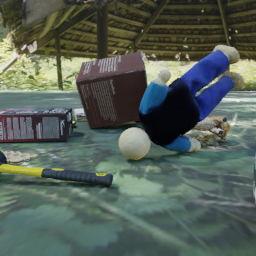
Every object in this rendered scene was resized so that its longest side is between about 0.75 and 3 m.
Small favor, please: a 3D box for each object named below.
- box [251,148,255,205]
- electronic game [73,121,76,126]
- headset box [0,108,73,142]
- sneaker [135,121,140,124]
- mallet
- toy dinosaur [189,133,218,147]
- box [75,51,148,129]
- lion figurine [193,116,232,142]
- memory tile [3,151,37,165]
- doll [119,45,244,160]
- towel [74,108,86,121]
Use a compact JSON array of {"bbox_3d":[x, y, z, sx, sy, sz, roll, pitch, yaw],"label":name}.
[{"bbox_3d":[1.824,0.509,2.236,1.235,1.071,2.020,2,10,15],"label":"box"},{"bbox_3d":[-2.207,-0.139,8.820,1.110,0.231,1.110,0,10,0],"label":"electronic game"},{"bbox_3d":[-2.425,-0.113,7.163,1.882,0.706,1.399,-1,9,-6],"label":"headset box"},{"bbox_3d":[1.427,-0.629,9.784,2.498,0.937,1.443,2,7,19],"label":"sneaker"},{"bbox_3d":[-1.274,0.636,3.817,2.084,0.429,0.686,6,10,12],"label":"mallet"},{"bbox_3d":[1.732,0.227,6.302,1.153,0.335,0.583,-6,10,-31],"label":"toy dinosaur"},{"bbox_3d":[-0.374,-1.179,8.580,1.983,1.628,1.645,-9,31,5],"label":"box"},{"bbox_3d":[1.656,-0.066,6.384,1.564,0.567,0.958,11,2,-1],"label":"lion figurine"},{"bbox_3d":[-2.154,0.539,5.200,0.795,0.067,0.609,4,11,23],"label":"memory tile"},{"bbox_3d":[1.039,-0.345,5.322,2.865,1.954,0.694,-37,33,-18],"label":"doll"},{"bbox_3d":[-1.432,-0.573,11.086,1.382,0.360,2.086,-1,9,-14],"label":"towel"}]
